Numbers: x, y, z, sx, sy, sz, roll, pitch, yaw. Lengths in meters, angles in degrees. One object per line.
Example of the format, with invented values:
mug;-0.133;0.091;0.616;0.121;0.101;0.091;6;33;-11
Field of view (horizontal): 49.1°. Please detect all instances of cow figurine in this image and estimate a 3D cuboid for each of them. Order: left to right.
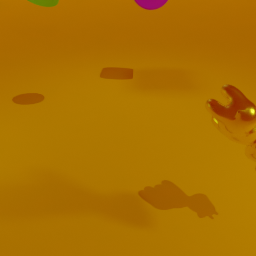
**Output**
cow figurine;1.573;0.053;3.603;1.100;0.614;1.118;51;9;31

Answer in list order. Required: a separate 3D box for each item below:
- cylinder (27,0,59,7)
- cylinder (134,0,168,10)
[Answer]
cylinder;-1.989;-3.523;6.518;0.968;0.968;0.968;17;45;-17
cylinder;0.752;-4.677;9.319;1.309;1.309;1.309;1;27;1
